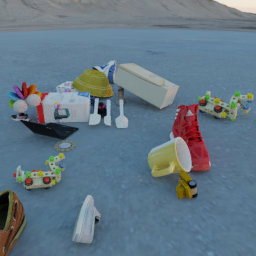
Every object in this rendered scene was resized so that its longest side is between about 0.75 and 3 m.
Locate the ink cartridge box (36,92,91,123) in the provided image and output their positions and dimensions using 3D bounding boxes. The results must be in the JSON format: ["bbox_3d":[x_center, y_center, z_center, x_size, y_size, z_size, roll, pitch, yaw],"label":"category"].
[{"bbox_3d":[-3.136,-0.957,12.742,2.749,0.924,1.597,-1,25,-3],"label":"ink cartridge box"}]

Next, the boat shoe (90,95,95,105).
[{"bbox_3d":[-1.946,-1.492,14.568,0.433,0.353,1.029,-9,27,-19],"label":"boat shoe"}]

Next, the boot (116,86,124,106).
[{"bbox_3d":[-0.397,-1.708,14.430,0.413,0.859,1.175,1,25,2],"label":"boot"}]

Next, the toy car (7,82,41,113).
[{"bbox_3d":[-4.300,-1.354,11.461,1.338,1.003,1.171,-27,43,-13],"label":"toy car"}]

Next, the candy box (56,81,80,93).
[{"bbox_3d":[-3.070,-2.181,15.815,1.496,0.535,1.255,8,26,16],"label":"candy box"}]

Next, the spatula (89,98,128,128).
[{"bbox_3d":[-0.841,-0.711,12.612,1.663,0.192,2.392,2,32,-4],"label":"spatula"}]

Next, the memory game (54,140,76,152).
[{"bbox_3d":[-2.322,0.660,10.340,0.830,0.053,0.830,0,26,0],"label":"memory game"}]

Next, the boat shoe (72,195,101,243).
[{"bbox_3d":[-0.935,2.185,6.700,0.519,0.509,1.458,21,22,-6],"label":"boat shoe"}]

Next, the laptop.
[{"bbox_3d":[-3.046,-0.127,11.056,1.499,0.873,1.691,12,28,22],"label":"laptop"}]

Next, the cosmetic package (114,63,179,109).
[{"bbox_3d":[0.909,-2.193,14.148,2.906,1.062,1.504,30,28,20],"label":"cosmetic package"}]

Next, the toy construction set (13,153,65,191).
[{"bbox_3d":[-2.591,1.307,8.176,1.561,0.719,1.023,-12,51,-7],"label":"toy construction set"}]

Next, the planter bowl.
[{"bbox_3d":[-1.868,-2.632,15.592,2.407,1.003,2.407,14,22,-6],"label":"planter bowl"}]

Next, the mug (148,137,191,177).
[{"bbox_3d":[1.143,0.909,8.445,1.086,1.060,1.323,-19,-17,30],"label":"mug"}]

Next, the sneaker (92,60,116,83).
[{"bbox_3d":[-1.602,-3.801,18.577,1.619,1.133,2.803,1,27,-2],"label":"sneaker"}]

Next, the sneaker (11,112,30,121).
[{"bbox_3d":[-4.798,-0.542,12.510,0.894,0.386,0.359,6,24,14],"label":"sneaker"}]

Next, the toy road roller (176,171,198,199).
[{"bbox_3d":[1.548,1.633,7.803,0.566,0.476,0.775,-19,30,-12],"label":"toy road roller"}]

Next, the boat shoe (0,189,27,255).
[{"bbox_3d":[-2.896,2.404,5.486,1.066,1.008,2.964,-2,25,-3],"label":"boat shoe"}]

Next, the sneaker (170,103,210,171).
[{"bbox_3d":[2.059,0.125,9.581,1.122,1.654,2.864,-4,25,-9],"label":"sneaker"}]

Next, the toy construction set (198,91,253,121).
[{"bbox_3d":[4.227,-1.161,12.898,1.674,1.176,2.554,-42,35,-22],"label":"toy construction set"}]

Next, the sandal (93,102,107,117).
[{"bbox_3d":[-1.349,-0.990,13.384,0.688,0.413,1.831,-11,27,-13],"label":"sandal"}]
